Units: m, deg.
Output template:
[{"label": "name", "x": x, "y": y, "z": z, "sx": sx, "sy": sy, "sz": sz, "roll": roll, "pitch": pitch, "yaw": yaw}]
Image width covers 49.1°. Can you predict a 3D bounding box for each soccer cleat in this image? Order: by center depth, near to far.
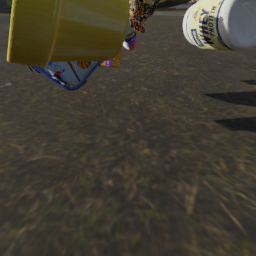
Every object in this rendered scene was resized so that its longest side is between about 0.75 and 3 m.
[{"label": "soccer cleat", "x": 0.137, "y": -3.487, "z": 11.379, "sx": 0.605, "sy": 0.649, "sz": 1.774, "roll": -37, "pitch": 17, "yaw": 0}]

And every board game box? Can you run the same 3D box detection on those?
[{"label": "board game box", "x": -0.992, "y": -2.884, "z": 9.905, "sx": 1.294, "sy": 1.295, "sz": 1.294, "roll": 9, "pitch": 12, "yaw": 11}]

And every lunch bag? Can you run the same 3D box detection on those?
[{"label": "lunch bag", "x": -1.587, "y": -2.548, "z": 7.548, "sx": 2.305, "sy": 2.877, "sz": 1.087, "roll": 39, "pitch": 12, "yaw": -23}]

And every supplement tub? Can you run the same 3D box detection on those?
[{"label": "supplement tub", "x": 2.893, "y": -3.249, "z": 8.608, "sx": 1.673, "sy": 1.673, "sz": 2.308, "roll": -10, "pitch": 19, "yaw": -18}]

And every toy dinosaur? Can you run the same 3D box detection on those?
[{"label": "toy dinosaur", "x": 0.397, "y": -4.400, "z": 10.797, "sx": 1.094, "sy": 1.453, "sz": 2.141, "roll": 26, "pitch": -10, "yaw": -6}]

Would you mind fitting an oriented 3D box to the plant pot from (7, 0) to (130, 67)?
[{"label": "plant pot", "x": -0.783, "y": -1.475, "z": 3.662, "sx": 1.371, "sy": 1.458, "sz": 1.458, "roll": 5, "pitch": 23, "yaw": -25}]
